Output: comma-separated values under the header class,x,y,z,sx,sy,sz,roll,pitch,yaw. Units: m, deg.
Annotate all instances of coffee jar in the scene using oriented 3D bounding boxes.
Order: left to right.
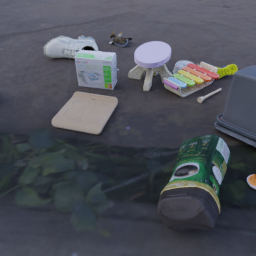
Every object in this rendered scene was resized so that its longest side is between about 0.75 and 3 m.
class,x,y,z,sx,sy,sz,roll,pitch,yaw
coffee jar,1.543,1.202,6.345,1.227,1.003,2.352,-16,24,36

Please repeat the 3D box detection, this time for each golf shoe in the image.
class,x,y,z,sx,sy,sz,roll,pitch,yaw
golf shoe,-2.646,-3.724,13.267,2.583,1.011,1.256,-16,45,-19

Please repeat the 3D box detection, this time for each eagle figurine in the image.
class,x,y,z,sx,sy,sz,roll,pitch,yaw
eagle figurine,-0.414,-4.732,14.952,1.121,0.846,0.850,30,82,-8

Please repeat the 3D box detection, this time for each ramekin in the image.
class,x,y,z,sx,sy,sz,roll,pitch,yaw
ramekin,2.437,-2.548,12.047,0.976,0.455,0.976,1,36,-1

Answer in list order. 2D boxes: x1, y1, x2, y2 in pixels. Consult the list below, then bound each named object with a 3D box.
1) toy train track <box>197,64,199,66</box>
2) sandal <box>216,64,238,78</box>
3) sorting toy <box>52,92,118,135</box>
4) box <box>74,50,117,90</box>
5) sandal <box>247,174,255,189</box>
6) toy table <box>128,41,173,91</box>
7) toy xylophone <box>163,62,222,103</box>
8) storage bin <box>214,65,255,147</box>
class,x,y,z,sx,sy,sz,roll,pitch,yaw
toy train track,3.077,-2.687,12.453,0.737,0.209,1.285,-12,39,-16
sandal,3.866,-2.340,11.819,1.359,0.540,0.592,-6,6,-1
sorting toy,-1.398,-0.512,9.453,1.720,0.339,1.858,10,42,13
box,-1.216,-2.292,10.969,1.464,1.292,0.708,8,42,10
sandal,3.636,1.238,6.989,1.299,0.372,0.498,-1,36,-1
toy table,1.000,-2.503,11.311,1.988,1.267,2.163,18,41,23
toy xylophone,2.608,-1.800,10.880,1.762,0.605,2.407,30,47,33
storage bin,4.177,-0.622,8.007,1.982,1.829,2.724,-22,37,-32
